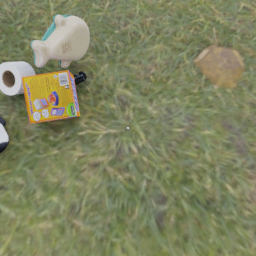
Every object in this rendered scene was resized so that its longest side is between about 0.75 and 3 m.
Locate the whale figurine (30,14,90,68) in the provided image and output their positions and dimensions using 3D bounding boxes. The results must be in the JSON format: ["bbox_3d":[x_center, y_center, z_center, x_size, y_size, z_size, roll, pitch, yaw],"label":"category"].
[{"bbox_3d":[-1.923,-2.347,7.607,0.977,1.498,1.883,29,50,26],"label":"whale figurine"}]

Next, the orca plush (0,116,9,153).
[{"bbox_3d":[-4.154,0.004,7.017,2.726,1.434,0.969,29,108,3],"label":"orca plush"}]

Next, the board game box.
[{"bbox_3d":[-1.902,-0.758,7.135,1.118,1.118,1.119,-9,94,-4],"label":"board game box"}]

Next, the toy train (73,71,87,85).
[{"bbox_3d":[-1.857,-1.156,7.966,1.543,0.263,0.353,-30,43,-9],"label":"toy train"}]

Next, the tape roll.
[{"bbox_3d":[-3.080,-1.376,7.730,0.885,0.885,0.608,29,24,14],"label":"tape roll"}]
